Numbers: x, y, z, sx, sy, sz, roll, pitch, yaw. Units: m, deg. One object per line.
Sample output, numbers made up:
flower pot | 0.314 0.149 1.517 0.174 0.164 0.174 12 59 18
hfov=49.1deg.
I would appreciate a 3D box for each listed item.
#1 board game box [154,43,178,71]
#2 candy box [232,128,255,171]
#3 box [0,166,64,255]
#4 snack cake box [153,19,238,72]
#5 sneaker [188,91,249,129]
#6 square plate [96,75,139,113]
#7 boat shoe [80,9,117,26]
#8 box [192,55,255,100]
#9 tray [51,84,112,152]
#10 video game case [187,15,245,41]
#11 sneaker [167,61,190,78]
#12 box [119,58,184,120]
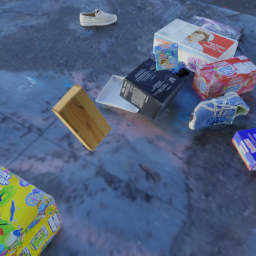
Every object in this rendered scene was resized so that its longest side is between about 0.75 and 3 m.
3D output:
board game box | 1.204 -2.197 8.691 0.697 0.916 0.206 -7 59 6
candy box | 4.057 0.565 8.332 1.407 0.542 1.190 -8 51 -9
box | -3.147 2.198 6.289 2.323 1.417 2.238 24 53 21
snack cake box | 2.695 -3.292 11.462 2.911 0.978 1.674 32 54 25
sneaker | 2.947 -0.508 9.071 2.269 0.859 0.874 -26 50 -19
square plate | -0.129 -1.224 10.134 1.592 0.226 1.577 16 51 14
boat shoe | -1.434 -5.418 13.583 1.801 0.629 0.639 -6 49 -5
box | 3.503 -1.772 10.107 2.052 0.979 1.023 -16 50 -13
tray | -1.006 -0.184 6.522 0.291 1.570 0.775 26 69 39
video game case | 3.888 -4.469 13.017 2.557 0.243 1.826 23 53 21
sneaker | 1.618 -2.085 10.630 1.624 0.638 0.724 -17 48 -15
box | 0.797 -1.353 9.536 1.559 0.916 1.534 36 54 12
